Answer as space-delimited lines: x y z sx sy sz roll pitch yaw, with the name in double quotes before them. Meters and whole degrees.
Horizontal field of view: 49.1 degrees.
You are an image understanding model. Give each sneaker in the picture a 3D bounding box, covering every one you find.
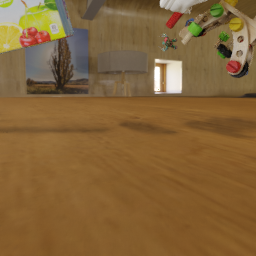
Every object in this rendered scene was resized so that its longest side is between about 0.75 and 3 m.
"sneaker" 1.441 -2.933 5.463 0.901 0.767 2.037 19 -13 -15

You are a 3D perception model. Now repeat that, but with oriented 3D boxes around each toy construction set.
"toy construction set" 2.759 -2.974 7.524 2.854 2.193 2.380 16 40 -34

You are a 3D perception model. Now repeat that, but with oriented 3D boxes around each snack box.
"snack box" -2.960 -2.829 5.813 2.994 2.525 1.013 -11 20 4

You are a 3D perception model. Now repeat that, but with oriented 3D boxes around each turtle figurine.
"turtle figurine" 1.494 -3.181 10.528 0.855 0.640 0.430 -8 29 -35
